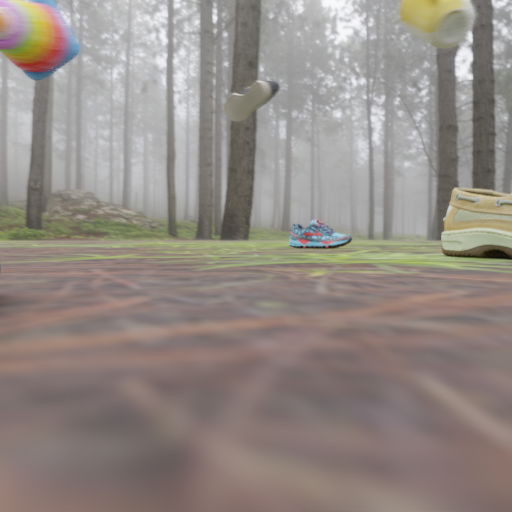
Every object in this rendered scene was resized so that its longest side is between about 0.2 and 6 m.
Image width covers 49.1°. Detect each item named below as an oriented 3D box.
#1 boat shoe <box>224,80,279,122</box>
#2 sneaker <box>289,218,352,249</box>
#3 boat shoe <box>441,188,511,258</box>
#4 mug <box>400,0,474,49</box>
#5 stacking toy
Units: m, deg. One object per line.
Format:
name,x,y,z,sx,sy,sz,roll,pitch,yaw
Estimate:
boat shoe,-0.113,-3.676,13.267,0.568,0.658,1.811,-28,9,-33
sneaker,1.662,-0.598,14.752,1.713,0.818,0.679,1,2,22
boat shoe,3.730,-0.595,7.229,1.224,1.301,3.416,-1,2,-29
mug,2.748,-3.726,8.639,1.210,0.969,0.994,8,40,-18
stacking toy,-3.599,-3.350,8.237,1.064,1.125,1.938,-29,7,10
